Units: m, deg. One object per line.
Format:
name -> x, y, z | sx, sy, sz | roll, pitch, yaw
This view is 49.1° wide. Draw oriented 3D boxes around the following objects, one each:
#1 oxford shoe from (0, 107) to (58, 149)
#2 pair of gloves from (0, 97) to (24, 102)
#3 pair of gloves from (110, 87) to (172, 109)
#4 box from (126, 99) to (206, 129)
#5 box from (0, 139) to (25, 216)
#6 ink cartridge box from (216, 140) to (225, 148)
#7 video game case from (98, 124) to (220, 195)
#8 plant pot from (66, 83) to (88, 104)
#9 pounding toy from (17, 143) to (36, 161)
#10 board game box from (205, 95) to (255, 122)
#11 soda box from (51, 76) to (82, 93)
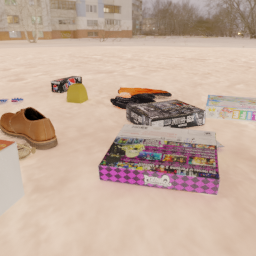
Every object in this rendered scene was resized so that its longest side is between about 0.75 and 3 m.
oxford shoe -> -3.142, -0.225, 8.671 | 2.847, 1.015, 1.015 | 14, 26, 39
pair of gloves -> -5.335, -1.265, 12.553 | 1.167, 0.133, 0.938 | 0, 12, -8
pair of gloves -> 0.648, -1.335, 12.635 | 2.578, 0.358, 2.894 | 5, 23, 9
box -> 1.294, -0.463, 9.904 | 2.245, 0.559, 1.770 | -10, 22, -25
box -> -3.176, 1.144, 4.540 | 1.570, 1.230, 2.524 | 6, 21, 16
ink cartridge box -> 2.159, 0.456, 7.951 | 0.813, 0.179, 0.828 | -6, 28, -16
video game case -> 0.856, 0.624, 6.891 | 2.585, 0.463, 2.343 | 5, 25, 12
plant pot -> -2.309, -1.603, 12.707 | 0.762, 0.784, 0.767 | 6, 20, 17
pounding toy -> -2.842, 0.515, 7.298 | 0.909, 0.521, 0.520 | -2, 25, -7
board game box -> 4.482, -0.761, 10.829 | 2.838, 0.486, 1.908 | 6, 21, 17
soda box -> -3.260, -2.368, 15.059 | 0.669, 0.599, 1.892 | 10, 23, 25
